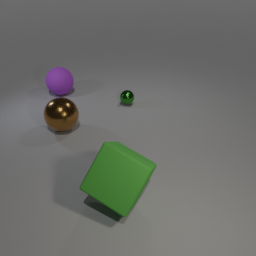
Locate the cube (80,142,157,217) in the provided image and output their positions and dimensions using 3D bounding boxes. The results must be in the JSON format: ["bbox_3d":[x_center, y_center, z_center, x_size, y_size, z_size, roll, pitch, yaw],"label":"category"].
[{"bbox_3d":[-0.204,1.302,7.633,1.400,1.400,1.400,29,3,11],"label":"cube"}]

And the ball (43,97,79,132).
[{"bbox_3d":[-2.704,-0.547,11.381,1.400,1.400,1.400,0,32,0],"label":"ball"}]

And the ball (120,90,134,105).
[{"bbox_3d":[-0.042,-1.473,13.453,0.700,0.700,0.700,0,32,0],"label":"ball"}]

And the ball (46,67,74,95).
[{"bbox_3d":[-3.503,-2.416,14.375,1.400,1.400,1.400,0,32,0],"label":"ball"}]
